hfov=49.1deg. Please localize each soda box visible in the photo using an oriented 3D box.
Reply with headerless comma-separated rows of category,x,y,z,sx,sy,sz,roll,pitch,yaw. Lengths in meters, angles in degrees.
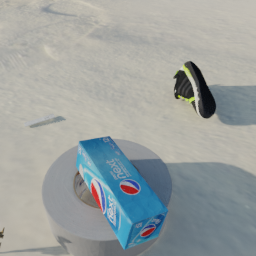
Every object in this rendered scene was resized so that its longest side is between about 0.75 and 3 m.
soda box,-0.188,0.875,4.290,0.604,0.571,1.780,-8,37,-31

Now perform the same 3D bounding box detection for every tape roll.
tape roll,-0.357,1.172,5.031,2.226,0.735,2.226,1,39,-1

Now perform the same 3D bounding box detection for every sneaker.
sneaker,1.770,-0.952,7.855,0.772,0.892,2.153,30,38,-32

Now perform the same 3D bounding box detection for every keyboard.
keyboard,-2.307,-0.205,7.302,0.790,0.042,0.222,-20,30,-18

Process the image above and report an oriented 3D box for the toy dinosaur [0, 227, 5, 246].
toy dinosaur,-2.209,1.679,4.316,0.517,1.022,0.297,15,40,-22
